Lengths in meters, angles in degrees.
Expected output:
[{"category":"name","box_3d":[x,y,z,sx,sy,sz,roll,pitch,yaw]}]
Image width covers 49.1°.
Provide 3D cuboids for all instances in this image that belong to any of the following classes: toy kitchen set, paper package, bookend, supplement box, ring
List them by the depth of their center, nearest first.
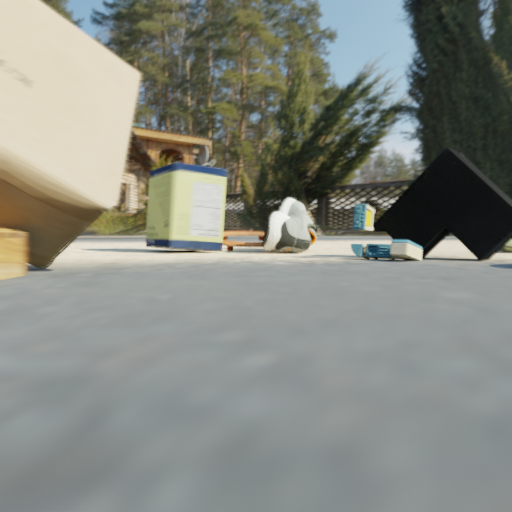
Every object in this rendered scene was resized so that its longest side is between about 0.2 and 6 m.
[{"category":"paper package","box_3d":[-3.095,-1.785,6.432,3.012,2.871,1.558,31,-49,-33]},{"category":"toy kitchen set","box_3d":[2.068,-0.414,9.098,1.119,0.897,0.659,2,-7,36]},{"category":"bookend","box_3d":[3.280,-0.479,9.350,1.874,1.862,0.863,50,27,21]},{"category":"supplement box","box_3d":[-1.604,-1.033,12.569,1.204,1.792,1.794,4,0,-28]},{"category":"ring","box_3d":[-0.239,-0.360,13.974,2.388,0.229,2.388,1,9,0]}]

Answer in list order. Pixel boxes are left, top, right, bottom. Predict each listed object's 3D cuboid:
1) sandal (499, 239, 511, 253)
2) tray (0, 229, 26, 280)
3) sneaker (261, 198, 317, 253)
[{"category":"sandal","box_3d":[6.281,-0.455,12.602,2.621,0.748,1.041,-2,3,-31]},{"category":"tray","box_3d":[-3.943,-0.008,5.285,2.952,0.547,1.456,-1,2,1]},{"category":"sneaker","box_3d":[0.871,-0.590,12.677,1.088,1.015,2.745,18,19,6]}]
